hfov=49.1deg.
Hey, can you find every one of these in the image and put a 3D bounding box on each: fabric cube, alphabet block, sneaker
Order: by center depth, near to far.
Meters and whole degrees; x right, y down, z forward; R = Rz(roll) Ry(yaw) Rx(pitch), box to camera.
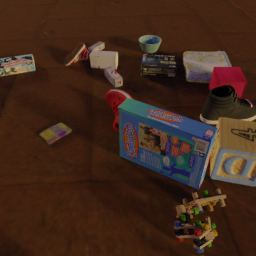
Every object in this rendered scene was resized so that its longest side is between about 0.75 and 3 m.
[{"bbox_3d":[3.396,0.716,8.668,1.442,1.434,1.468,10,42,9],"label":"alphabet block"},{"bbox_3d":[4.138,-0.981,10.640,2.713,1.345,0.959,-9,40,-11],"label":"sneaker"},{"bbox_3d":[-0.344,-0.662,10.659,2.243,0.879,1.296,31,49,32],"label":"sneaker"},{"bbox_3d":[4.134,-1.771,11.696,1.128,1.150,1.146,1,43,-1],"label":"fabric cube"},{"bbox_3d":[-2.581,-3.575,14.320,0.511,0.807,1.435,38,84,32],"label":"sneaker"}]

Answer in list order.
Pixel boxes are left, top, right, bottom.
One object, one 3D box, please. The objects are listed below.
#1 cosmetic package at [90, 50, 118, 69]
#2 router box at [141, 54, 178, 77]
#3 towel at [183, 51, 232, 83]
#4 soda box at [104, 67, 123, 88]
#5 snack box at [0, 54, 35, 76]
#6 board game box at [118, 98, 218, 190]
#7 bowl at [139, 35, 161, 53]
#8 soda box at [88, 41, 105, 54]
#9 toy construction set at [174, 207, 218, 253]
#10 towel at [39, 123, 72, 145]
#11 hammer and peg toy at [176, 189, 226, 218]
[{"bbox_3d":[-1.167,-3.362,13.805,1.311,0.740,0.532,5,42,9],"label":"cosmetic package"},{"bbox_3d":[1.509,-3.036,13.573,1.726,0.536,1.293,3,42,4],"label":"router box"},{"bbox_3d":[3.784,-2.929,13.445,2.138,0.601,2.498,0,41,5],"label":"towel"},{"bbox_3d":[-0.678,-2.366,12.909,0.386,0.416,1.218,-19,44,-20],"label":"soda box"},{"bbox_3d":[-5.666,-3.078,13.739,2.056,0.381,1.194,-13,43,-14],"label":"snack box"},{"bbox_3d":[1.046,0.477,8.408,2.792,2.123,0.628,21,46,21],"label":"board game box"},{"bbox_3d":[1.176,-4.486,15.144,1.211,0.633,1.211,0,42,0],"label":"bowl"},{"bbox_3d":[-1.709,-4.341,15.213,0.351,0.326,1.028,23,46,24],"label":"soda box"},{"bbox_3d":[1.874,2.720,6.858,1.050,1.140,1.367,-3,61,-21],"label":"toy construction set"},{"bbox_3d":[-2.659,0.182,10.254,0.738,0.117,1.027,30,49,31],"label":"towel"},{"bbox_3d":[1.813,2.021,7.492,1.344,0.989,0.474,-6,65,-14],"label":"hammer and peg toy"}]
